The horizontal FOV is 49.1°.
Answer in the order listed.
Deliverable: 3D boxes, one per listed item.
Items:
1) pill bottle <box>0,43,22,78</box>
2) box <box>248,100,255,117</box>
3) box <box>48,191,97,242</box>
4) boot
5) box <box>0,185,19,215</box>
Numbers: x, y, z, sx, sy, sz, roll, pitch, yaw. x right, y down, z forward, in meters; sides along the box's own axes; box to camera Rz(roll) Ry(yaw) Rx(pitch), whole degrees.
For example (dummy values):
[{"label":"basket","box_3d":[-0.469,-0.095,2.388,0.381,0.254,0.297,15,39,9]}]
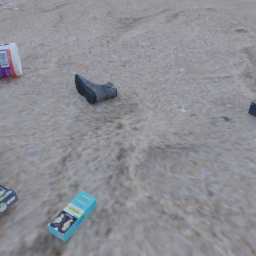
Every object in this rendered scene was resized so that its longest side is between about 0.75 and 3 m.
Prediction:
[{"label":"pill bottle","box_3d":[-5.571,-2.599,11.131,2.355,1.312,1.312,-9,38,-12]},{"label":"box","box_3d":[4.535,-0.630,9.179,0.772,0.480,0.779,-23,42,-28]},{"label":"box","box_3d":[-1.165,1.863,6.009,0.442,0.264,1.073,20,41,25]},{"label":"boot","box_3d":[-1.204,-1.510,10.389,1.129,0.598,1.715,-19,51,-28]},{"label":"box","box_3d":[-3.141,1.705,6.024,0.965,0.294,1.198,6,33,35]}]
